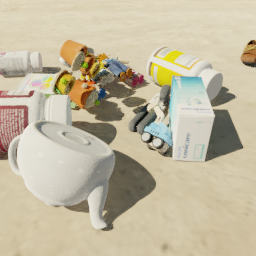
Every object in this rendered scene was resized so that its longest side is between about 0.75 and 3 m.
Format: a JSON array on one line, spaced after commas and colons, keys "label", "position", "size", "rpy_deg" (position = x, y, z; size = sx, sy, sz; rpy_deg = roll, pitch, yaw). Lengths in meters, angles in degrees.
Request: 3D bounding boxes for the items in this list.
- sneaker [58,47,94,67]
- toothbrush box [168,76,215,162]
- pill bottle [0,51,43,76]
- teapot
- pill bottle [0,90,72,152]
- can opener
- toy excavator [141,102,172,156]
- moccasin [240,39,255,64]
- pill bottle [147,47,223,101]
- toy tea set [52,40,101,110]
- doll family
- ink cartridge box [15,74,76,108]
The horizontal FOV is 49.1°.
[{"label": "sneaker", "position": [-2.261, -3.224, 12.414], "size": [1.678, 0.641, 0.675], "rpy_deg": [-26, 34, -33]}, {"label": "toothbrush box", "position": [1.624, -0.307, 7.608], "size": [0.871, 1.496, 2.043], "rpy_deg": [3, 35, 3]}, {"label": "pill bottle", "position": [-4.347, -2.611, 11.254], "size": [1.646, 0.933, 0.933], "rpy_deg": [-4, 36, -6]}, {"label": "teapot", "position": [-1.452, 0.887, 5.994], "size": [2.157, 1.596, 2.185], "rpy_deg": [20, 11, -23]}, {"label": "pill bottle", "position": [-2.943, -0.173, 7.286], "size": [2.823, 1.612, 1.612], "rpy_deg": [-1, 36, -6]}, {"label": "can opener", "position": [0.754, -0.688, 8.758], "size": [0.601, 0.754, 2.254], "rpy_deg": [18, 40, 23]}, {"label": "toy excavator", "position": [0.811, -0.023, 7.518], "size": [1.168, 0.600, 1.202], "rpy_deg": [27, 76, 36]}, {"label": "moccasin", "position": [5.508, -3.415, 12.470], "size": [0.753, 0.794, 2.058], "rpy_deg": [18, 40, 23]}, {"label": "pill bottle", "position": [1.967, -1.882, 9.856], "size": [1.390, 1.390, 2.545], "rpy_deg": [-27, 44, -32]}, {"label": "toy tea set", "position": [-1.239, -1.419, 8.120], "size": [1.058, 1.699, 2.858], "rpy_deg": [30, 3, 5]}, {"label": "doll family", "position": [-0.799, -2.178, 10.372], "size": [2.796, 1.260, 1.735], "rpy_deg": [-25, 43, -30]}, {"label": "ink cartridge box", "position": [-2.637, -1.288, 9.469], "size": [2.027, 0.601, 1.052], "rpy_deg": [5, 46, 13]}]
